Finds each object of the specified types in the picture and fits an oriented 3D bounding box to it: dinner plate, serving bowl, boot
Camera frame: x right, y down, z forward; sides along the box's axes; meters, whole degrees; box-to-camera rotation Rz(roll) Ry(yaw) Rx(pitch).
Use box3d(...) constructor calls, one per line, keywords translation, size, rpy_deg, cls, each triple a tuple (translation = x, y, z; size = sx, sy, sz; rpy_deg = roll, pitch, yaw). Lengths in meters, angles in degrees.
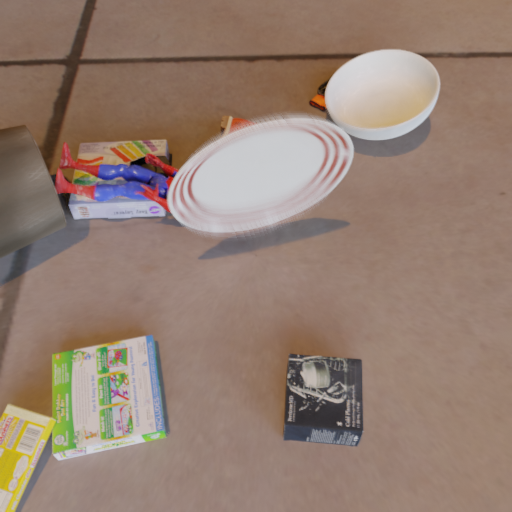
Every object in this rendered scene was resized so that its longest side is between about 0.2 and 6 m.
box3d(translation=(0.058, -1.300, 9.134), size=(3.110, 3.110, 0.377), rpy_deg=(-15, 67, -11), cls="dinner plate")
box3d(translation=(2.784, -3.436, 12.398), size=(2.433, 0.800, 2.433), rpy_deg=(-8, 58, 13), cls="serving bowl")
box3d(translation=(-0.303, -2.229, 11.957), size=(1.071, 0.749, 1.997), rpy_deg=(8, 53, -1), cls="boot")

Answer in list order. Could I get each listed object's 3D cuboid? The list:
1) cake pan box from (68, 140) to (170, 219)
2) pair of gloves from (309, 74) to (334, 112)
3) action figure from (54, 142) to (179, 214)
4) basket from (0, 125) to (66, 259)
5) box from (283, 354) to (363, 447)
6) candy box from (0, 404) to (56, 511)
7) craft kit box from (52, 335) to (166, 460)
box3d(translation=(-2.752, -1.604, 11.613), size=(1.971, 0.516, 1.815), rpy_deg=(-1, 56, 0), cls="cake pan box")
box3d(translation=(2.434, -3.787, 13.372), size=(1.939, 0.240, 1.727), rpy_deg=(28, 61, 21), cls="pair of gloves")
box3d(translation=(-2.010, -1.358, 10.765), size=(3.424, 0.885, 1.120), rpy_deg=(11, 47, -19), cls="action figure")
box3d(translation=(-5.520, -0.857, 9.980), size=(3.598, 2.447, 3.244), rpy_deg=(-24, 53, -21), cls="basket")
box3d(translation=(1.031, 2.228, 8.682), size=(1.165, 0.734, 1.185), rpy_deg=(3, 54, 4), cls="box")
box3d(translation=(-3.647, 3.061, 8.177), size=(0.829, 0.214, 1.622), rpy_deg=(10, 63, 20), cls="candy box")
box3d(translation=(-2.364, 2.210, 8.915), size=(1.670, 0.410, 1.691), rpy_deg=(-8, 54, -9), cls="craft kit box")
